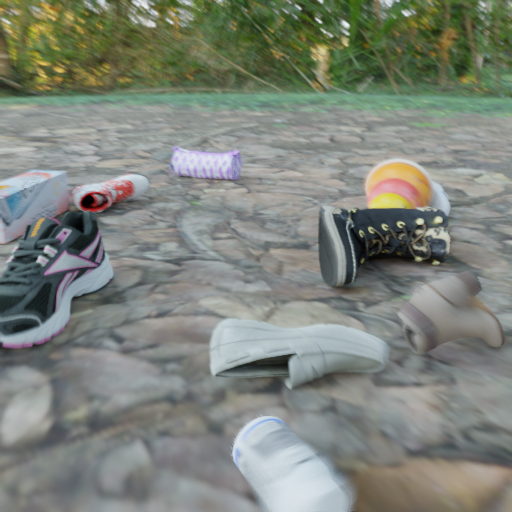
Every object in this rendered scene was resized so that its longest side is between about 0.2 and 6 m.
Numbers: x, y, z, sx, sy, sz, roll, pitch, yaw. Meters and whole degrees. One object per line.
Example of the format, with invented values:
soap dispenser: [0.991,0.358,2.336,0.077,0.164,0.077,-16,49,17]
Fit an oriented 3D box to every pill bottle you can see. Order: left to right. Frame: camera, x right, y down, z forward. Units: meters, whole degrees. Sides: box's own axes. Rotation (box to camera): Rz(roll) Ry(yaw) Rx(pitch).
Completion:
pill bottle: [0.262,1.798,4.570,0.557,0.557,0.979,-11,24,-27]

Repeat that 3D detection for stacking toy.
stacking toy: [2.783,-0.927,11.487,1.448,1.448,1.982,8,42,21]

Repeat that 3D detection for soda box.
soda box: [-4.995,-1.110,11.882,0.874,0.940,2.749,3,20,8]

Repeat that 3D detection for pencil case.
pencil case: [-1.447,-2.696,16.292,2.045,0.874,0.858,7,27,16]

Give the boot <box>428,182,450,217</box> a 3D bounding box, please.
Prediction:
boot: [4.010,-1.362,12.832,1.065,0.820,2.229,1,25,-19]

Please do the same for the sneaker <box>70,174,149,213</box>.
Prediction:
sneaker: [-3.374,-1.450,13.285,1.932,0.645,1.035,-12,24,-21]

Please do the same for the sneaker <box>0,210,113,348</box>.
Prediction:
sneaker: [-3.099,0.165,7.927,1.218,1.309,3.032,1,21,7]

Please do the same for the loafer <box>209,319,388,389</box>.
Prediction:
loafer: [0.474,1.166,6.298,2.003,0.701,0.699,2,51,5]

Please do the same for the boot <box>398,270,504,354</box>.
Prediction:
boot: [2.333,0.850,6.786,1.046,1.431,0.503,-35,26,0]

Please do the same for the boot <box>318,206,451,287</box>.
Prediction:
boot: [2.159,-0.248,9.500,2.177,1.058,2.891,1,14,4]
